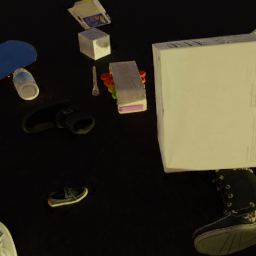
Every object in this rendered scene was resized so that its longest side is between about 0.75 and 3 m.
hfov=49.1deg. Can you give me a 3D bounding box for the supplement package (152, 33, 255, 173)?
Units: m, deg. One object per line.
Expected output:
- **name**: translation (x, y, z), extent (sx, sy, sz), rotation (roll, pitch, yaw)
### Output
- **supplement package**: translation (2.212, -0.724, 6.889), extent (2.975, 2.845, 2.188), rotation (-4, 20, 2)

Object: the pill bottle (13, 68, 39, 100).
- **pill bottle**: translation (-3.672, -1.602, 9.965), extent (0.683, 0.683, 1.255), rotation (-20, 47, -20)

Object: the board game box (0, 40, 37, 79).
- **board game box**: translation (-4.879, -2.557, 11.177), extent (2.033, 0.501, 2.574), rotation (35, 58, 26)

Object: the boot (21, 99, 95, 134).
- **boot**: translation (-2.076, -0.169, 8.407), extent (1.849, 0.696, 1.383), rotation (-32, 52, -30)

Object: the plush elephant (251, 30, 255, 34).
- **plush elephant**: translation (4.442, -1.743, 8.787), extent (2.999, 2.470, 2.322), rotation (21, 52, 27)

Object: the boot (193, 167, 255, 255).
- **boot**: translation (2.254, 1.698, 6.333), extent (2.400, 0.866, 1.813), rotation (-10, 40, -15)

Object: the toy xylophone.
- **toy xylophone**: translation (-0.295, -1.598, 9.967), extent (1.951, 0.670, 2.665), rotation (-1, 43, -1)

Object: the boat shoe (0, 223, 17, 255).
- **boat shoe**: translation (-2.644, 2.884, 4.932), extent (1.090, 0.948, 2.958), rotation (-8, 43, -9)

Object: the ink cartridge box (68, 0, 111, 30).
- **ink cartridge box**: translation (-1.125, -3.362, 8.255), extent (0.929, 0.918, 0.218), rotation (-1, 69, 28)

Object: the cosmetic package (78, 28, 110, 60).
- **cosmetic package**: translation (-1.433, -3.614, 11.984), extent (0.873, 0.878, 1.049), rotation (-33, 51, -29)

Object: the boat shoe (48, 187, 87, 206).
- **boat shoe**: translation (-1.456, 1.623, 6.781), extent (0.954, 0.297, 0.356), rotation (-12, 42, -15)
